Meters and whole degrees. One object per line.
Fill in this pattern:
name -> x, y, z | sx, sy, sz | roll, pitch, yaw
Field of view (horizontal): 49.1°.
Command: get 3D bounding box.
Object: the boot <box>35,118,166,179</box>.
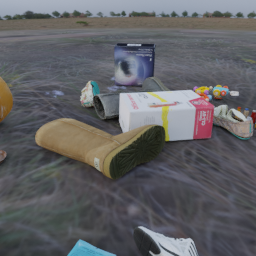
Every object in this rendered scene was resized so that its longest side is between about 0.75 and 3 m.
boot -> -0.731, 0.215, 7.678 | 2.809, 0.929, 2.460 | 17, 26, 39

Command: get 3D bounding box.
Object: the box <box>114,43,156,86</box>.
box -> 0.349, -3.141, 13.899 | 1.939, 1.923, 1.195 | 3, 24, 7

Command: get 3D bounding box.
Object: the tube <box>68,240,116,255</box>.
tube -> -0.875, 2.213, 3.840 | 0.698, 0.454, 1.802 | 18, 24, 20

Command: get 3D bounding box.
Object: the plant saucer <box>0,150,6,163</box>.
plant saucer -> -3.593, 0.813, 7.257 | 0.849, 0.146, 0.849 | -1, 24, 0

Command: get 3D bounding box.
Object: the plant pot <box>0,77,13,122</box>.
plant pot -> -4.898, -0.569, 8.320 | 2.140, 2.140, 1.960 | 4, 40, 9

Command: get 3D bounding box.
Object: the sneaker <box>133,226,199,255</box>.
sneaker -> 0.649, 1.931, 4.557 | 1.129, 0.426, 0.649 | 30, 28, 35

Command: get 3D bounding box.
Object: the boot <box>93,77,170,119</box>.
boot -> 0.069, -1.167, 10.889 | 2.882, 1.046, 2.620 | -14, 25, -14

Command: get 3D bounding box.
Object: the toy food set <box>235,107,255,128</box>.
toy food set -> 4.133, -0.365, 9.437 | 0.495, 0.466, 1.037 | -6, 22, -22

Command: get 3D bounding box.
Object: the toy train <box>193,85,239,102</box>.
toy train -> 3.472, -1.280, 11.560 | 1.907, 0.530, 1.432 | -7, 30, -13

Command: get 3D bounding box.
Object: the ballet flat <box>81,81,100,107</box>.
ballet flat -> -1.616, -1.438, 11.608 | 0.705, 0.835, 2.207 | -21, 20, 5

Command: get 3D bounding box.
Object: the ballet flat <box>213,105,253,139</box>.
ballet flat -> 3.237, -0.347, 9.153 | 0.719, 0.710, 2.111 | -13, 27, -26

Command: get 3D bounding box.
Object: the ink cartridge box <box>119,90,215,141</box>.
ink cartridge box -> 1.103, -0.420, 8.855 | 2.562, 1.069, 1.860 | -4, 24, -10
